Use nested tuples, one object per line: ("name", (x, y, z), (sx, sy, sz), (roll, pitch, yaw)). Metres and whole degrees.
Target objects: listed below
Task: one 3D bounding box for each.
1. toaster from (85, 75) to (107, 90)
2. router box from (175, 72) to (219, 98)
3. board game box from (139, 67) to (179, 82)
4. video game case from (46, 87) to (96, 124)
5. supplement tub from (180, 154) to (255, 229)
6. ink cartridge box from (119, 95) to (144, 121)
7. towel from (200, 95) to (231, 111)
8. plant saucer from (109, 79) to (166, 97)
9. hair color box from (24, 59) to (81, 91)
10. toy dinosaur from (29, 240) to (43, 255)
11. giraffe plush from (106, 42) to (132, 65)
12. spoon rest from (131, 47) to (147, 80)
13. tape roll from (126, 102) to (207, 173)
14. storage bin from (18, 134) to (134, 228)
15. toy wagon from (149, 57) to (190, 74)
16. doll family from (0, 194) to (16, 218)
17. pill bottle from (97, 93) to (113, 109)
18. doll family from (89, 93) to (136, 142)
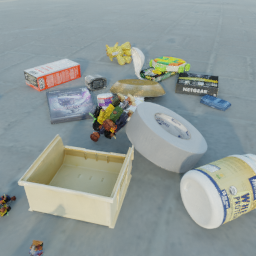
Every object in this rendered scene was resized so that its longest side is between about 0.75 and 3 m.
("toaster", (-1.733, -2.380, 14.585), (1.188, 0.675, 0.767), (-16, 32, -31))
("router box", (3.599, -2.265, 14.525), (2.083, 0.544, 1.638), (9, 34, 14))
("board game box", (1.827, -3.217, 16.088), (1.360, 0.305, 2.597), (24, 35, 36))
("video game case", (-2.669, -1.131, 13.044), (2.050, 0.272, 2.869), (-10, 33, -15))
("supplement tub", (2.673, 1.613, 7.566), (2.133, 1.540, 1.540), (-16, 36, -22))
("ink cartridge box", (0.064, -0.871, 12.231), (1.163, 0.669, 1.987), (4, 32, 7))
("towel", (4.097, -1.206, 13.098), (1.300, 0.316, 0.726), (26, 40, 35))
("plant saucer", (0.472, -2.002, 13.542), (2.732, 0.484, 2.732), (2, 17, -1))
("hair color box", (-4.088, -2.969, 15.357), (1.383, 0.835, 2.725), (29, 42, 36))
("toy dinosaur", (-2.526, 3.213, 5.372), (2.449, 1.286, 2.223), (0, 30, 3))
("giraffe plush", (-0.721, -4.758, 17.773), (1.693, 1.460, 1.373), (-5, 17, -40))
("spoon rest", (0.631, -3.313, 14.934), (0.640, 2.113, 1.050), (-32, 39, -9))
("tape roll", (1.262, 0.250, 9.275), (2.642, 0.873, 2.642), (24, 26, -13))
("storage bin", (-1.293, 1.378, 8.262), (2.548, 1.194, 2.529), (7, 33, 11))
("toy wagon", (2.292, -3.628, 16.223), (2.069, 0.528, 2.667), (20, 29, 28))
("doll family", (-3.527, 2.143, 7.798), (0.650, 0.441, 1.124), (-11, 31, -9))
("pill bottle", (-0.902, -0.838, 11.685), (0.633, 1.136, 0.633), (-5, 16, 2))
("doll family", (-0.626, -0.236, 9.918), (1.105, 2.816, 1.627), (37, 75, 16))
